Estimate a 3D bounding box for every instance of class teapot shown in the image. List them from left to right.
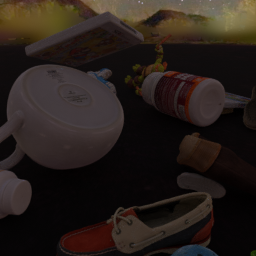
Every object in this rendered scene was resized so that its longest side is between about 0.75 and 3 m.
[{"bbox_3d":[-1.377,0.004,5.688,2.411,1.761,2.379,20,35,-18],"label":"teapot"}]

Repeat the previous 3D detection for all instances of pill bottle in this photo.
[{"bbox_3d":[-2.240,0.993,4.364,1.341,0.732,0.732,5,21,13],"label":"pill bottle"},{"bbox_3d":[1.633,-1.037,8.896,1.406,1.406,2.566,-13,24,-31],"label":"pill bottle"}]

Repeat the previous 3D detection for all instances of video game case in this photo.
[{"bbox_3d":[-1.080,-2.293,7.693,2.501,0.286,2.276,-13,-1,23],"label":"video game case"},{"bbox_3d":[3.392,-1.026,9.995,2.528,0.228,1.810,-2,19,-33],"label":"video game case"}]

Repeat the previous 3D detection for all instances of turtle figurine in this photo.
[{"bbox_3d":[0.952,-2.512,12.150,0.953,2.960,2.387,26,-11,-26],"label":"turtle figurine"}]

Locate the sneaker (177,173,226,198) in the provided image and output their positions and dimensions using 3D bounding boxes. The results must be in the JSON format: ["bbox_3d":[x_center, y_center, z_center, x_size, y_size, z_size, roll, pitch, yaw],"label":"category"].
[{"bbox_3d":[1.337,0.983,5.029,0.873,0.334,0.351,16,16,33],"label":"sneaker"}]

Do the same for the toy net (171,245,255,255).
[{"bbox_3d":[0.873,1.970,2.120,1.423,0.524,2.713,7,23,10],"label":"toy net"}]

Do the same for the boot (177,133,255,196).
[{"bbox_3d":[1.780,0.760,5.196,1.689,0.735,2.031,31,3,16],"label":"boot"}]

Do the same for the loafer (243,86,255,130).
[{"bbox_3d":[4.067,-0.546,8.609,0.837,0.755,2.212,11,39,28],"label":"loafer"}]

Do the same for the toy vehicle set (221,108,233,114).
[{"bbox_3d":[2.847,-0.802,9.992,0.959,0.205,1.544,-8,22,-21],"label":"toy vehicle set"}]

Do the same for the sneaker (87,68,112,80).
[{"bbox_3d":[-1.376,-2.636,14.601,0.752,0.651,1.736,29,36,31],"label":"sneaker"}]

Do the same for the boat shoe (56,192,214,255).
[{"bbox_3d":[0.128,1.305,3.624,2.118,0.663,0.754,-6,23,-13],"label":"boat shoe"}]

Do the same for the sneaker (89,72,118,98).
[{"bbox_3d":[-1.427,-1.414,10.540,1.253,1.084,2.891,-14,23,-19],"label":"sneaker"}]
